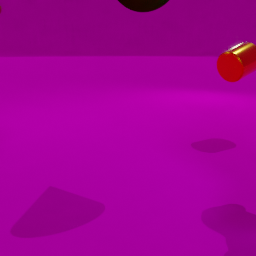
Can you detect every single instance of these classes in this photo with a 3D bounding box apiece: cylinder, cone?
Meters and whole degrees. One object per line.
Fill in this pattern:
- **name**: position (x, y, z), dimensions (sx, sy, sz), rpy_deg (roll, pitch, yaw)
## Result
- **cylinder**: position (2.998, -1.777, 7.567), dimensions (0.849, 0.849, 0.849), rpy_deg (-29, 28, -25)
- **cone**: position (0.156, -2.921, 5.049), dimensions (1.292, 1.292, 1.296), rpy_deg (-4, 36, -13)

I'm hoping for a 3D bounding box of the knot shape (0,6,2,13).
- **knot shape**: position (-3.786, -3.052, 7.542), dimensions (0.569, 1.232, 1.153), rpy_deg (6, 17, -13)
